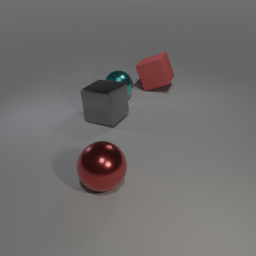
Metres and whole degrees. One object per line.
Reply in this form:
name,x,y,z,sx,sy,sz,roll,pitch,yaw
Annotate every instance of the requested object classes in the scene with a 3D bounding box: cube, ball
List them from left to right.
ball,-0.724,1.065,7.826,1.400,1.400,1.400,0,29,0
cube,-0.917,-1.077,11.533,1.400,1.400,1.400,10,30,25
ball,-0.454,-2.045,13.387,1.400,1.400,1.400,0,29,0
cube,1.433,-2.954,14.566,1.400,1.400,1.400,-12,22,27
